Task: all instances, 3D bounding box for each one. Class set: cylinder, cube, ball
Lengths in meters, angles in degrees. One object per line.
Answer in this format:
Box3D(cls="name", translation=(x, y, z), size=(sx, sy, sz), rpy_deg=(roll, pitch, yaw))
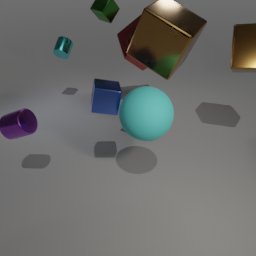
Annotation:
Box3D(cls="cylinder", translation=(-2.901, -0.101, 7.428), size=(0.700, 0.700, 0.700), rpy_deg=(-14, 24, 24))
Box3D(cls="cube", translation=(-0.889, -4.621, 10.850), size=(0.700, 0.700, 0.700), rpy_deg=(30, -1, 31))
Box3D(cls="cube", translation=(1.045, -2.461, 7.637), size=(1.400, 1.400, 1.400), rpy_deg=(34, 45, 6))
Box3D(cls="cylinder", translation=(-2.810, -3.470, 12.141), size=(0.700, 0.700, 0.700), rpy_deg=(10, 73, 17))
Box3D(cls="cube", translation=(4.200, -2.592, 9.254), size=(1.400, 1.400, 1.400), rpy_deg=(5, 8, 22))
Box3D(cls="cube", translation=(-0.595, -0.831, 7.445), size=(0.700, 0.700, 0.700), rpy_deg=(6, 30, -12))
Box3D(cls="ball", translation=(0.469, -0.364, 7.215), size=(1.400, 1.400, 1.400), rpy_deg=(0, 30, 0))
Box3D(cls="cube", translation=(0.609, -3.575, 11.878), size=(1.400, 1.400, 1.400), rpy_deg=(20, 47, -50))
